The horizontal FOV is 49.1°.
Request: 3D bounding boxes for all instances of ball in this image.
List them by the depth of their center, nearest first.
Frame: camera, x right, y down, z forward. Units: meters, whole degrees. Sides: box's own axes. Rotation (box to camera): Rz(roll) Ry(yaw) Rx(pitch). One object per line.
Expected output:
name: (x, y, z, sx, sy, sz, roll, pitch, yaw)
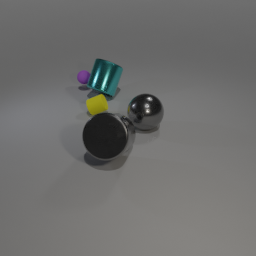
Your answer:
ball: (0.666, -0.612, 10.667, 1.400, 1.400, 1.400, 0, 30, 0)
ball: (-2.214, -2.555, 14.128, 0.700, 0.700, 0.700, 0, 30, 0)

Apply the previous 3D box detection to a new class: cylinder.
cylinder: (-0.548, 0.230, 8.758, 1.400, 1.400, 1.400, 6, 3, 10)
cylinder: (-1.289, -0.976, 11.766, 0.700, 0.700, 0.700, -19, 27, 13)
cylinder: (-1.100, -2.390, 13.319, 1.400, 1.400, 1.400, 19, 3, -1)
